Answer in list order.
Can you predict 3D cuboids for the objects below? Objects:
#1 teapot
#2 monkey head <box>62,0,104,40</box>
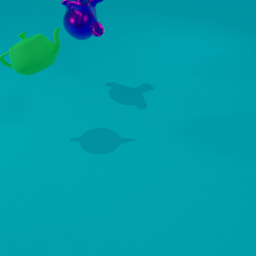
[{"bbox_3d":[-1.774,-1.455,5.250,1.446,0.708,0.899,-16,30,15],"label":"teapot"},{"bbox_3d":[-0.994,-2.691,6.758,1.165,0.975,1.619,-31,36,-22],"label":"monkey head"}]
